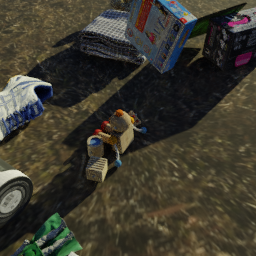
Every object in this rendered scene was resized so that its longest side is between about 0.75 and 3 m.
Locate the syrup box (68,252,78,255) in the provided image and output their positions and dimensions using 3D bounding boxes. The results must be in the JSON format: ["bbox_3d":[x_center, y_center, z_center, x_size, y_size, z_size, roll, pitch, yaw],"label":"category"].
[{"bbox_3d":[-1.161,2.840,4.890,0.468,0.452,1.148,23,49,22],"label":"syrup box"}]

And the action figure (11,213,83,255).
[{"bbox_3d":[-1.815,2.443,5.355,1.626,0.445,0.960,-34,56,-26],"label":"action figure"}]

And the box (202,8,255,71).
[{"bbox_3d":[4.221,-3.420,10.577,2.373,1.568,1.361,-21,48,-20],"label":"box"}]

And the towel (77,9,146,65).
[{"bbox_3d":[-0.286,-3.708,11.167,2.737,1.171,2.267,16,47,16],"label":"towel"}]

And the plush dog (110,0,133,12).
[{"bbox_3d":[0.283,-5.433,13.040,2.054,1.648,1.764,-12,53,29],"label":"plush dog"}]

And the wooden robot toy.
[{"bbox_3d":[-0.400,0.049,7.261,1.154,1.188,2.618,22,48,21],"label":"wooden robot toy"}]

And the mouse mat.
[{"bbox_3d":[2.996,-3.972,10.874,2.647,2.130,0.100,-22,88,-7],"label":"mouse mat"}]

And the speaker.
[{"bbox_3d":[-3.625,0.941,6.332,2.985,1.212,1.212,25,49,25],"label":"speaker"}]

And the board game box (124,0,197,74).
[{"bbox_3d":[0.550,-1.916,5.388,0.352,1.258,1.232,-33,73,-28],"label":"board game box"}]

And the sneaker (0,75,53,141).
[{"bbox_3d":[-3.155,-0.570,7.966,1.295,1.106,2.937,8,45,8],"label":"sneaker"}]
